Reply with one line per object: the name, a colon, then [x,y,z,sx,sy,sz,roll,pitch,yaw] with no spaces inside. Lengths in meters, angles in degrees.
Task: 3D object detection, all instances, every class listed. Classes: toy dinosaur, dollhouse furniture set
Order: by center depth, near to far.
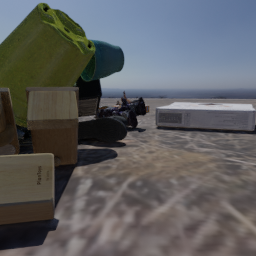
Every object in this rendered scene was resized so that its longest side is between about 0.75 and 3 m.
dollhouse furniture set: [-1.293,0.549,3.133,1.550,1.328,1.629,-2,42,-14]
toy dinosaur: [0.053,-1.388,16.688,1.326,0.840,1.957,34,22,-10]

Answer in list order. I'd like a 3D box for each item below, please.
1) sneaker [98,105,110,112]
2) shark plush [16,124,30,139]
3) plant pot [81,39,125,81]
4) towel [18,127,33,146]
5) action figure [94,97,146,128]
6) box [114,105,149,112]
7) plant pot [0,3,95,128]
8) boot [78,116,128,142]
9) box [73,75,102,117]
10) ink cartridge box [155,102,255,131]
sneaker: [-1.409,-1.017,14.947,1.030,0.390,0.452,-2,7,-19]
shark plush: [-2.332,0.128,5.475,0.792,0.863,1.901,21,5,2]
plant pot: [-0.615,-1.632,6.668,0.899,0.957,0.957,-13,13,-33]
towel: [-2.163,0.137,6.176,1.168,0.210,1.213,0,19,-20]
action figure: [-0.321,-0.539,9.298,1.368,0.729,2.102,-39,26,-31]
box: [0.213,-1.013,14.860,1.210,0.421,2.032,5,11,38]
plant pot: [-1.736,-1.342,5.687,1.876,2.040,2.040,-43,-11,22]
boot: [-0.380,-0.019,6.928,1.339,0.533,1.625,5,4,21]
box: [-2.052,-1.157,8.649,2.248,1.385,2.230,-7,-11,-11]
ink cartridge box: [2.659,-0.449,9.407,2.897,0.648,2.552,3,9,22]
